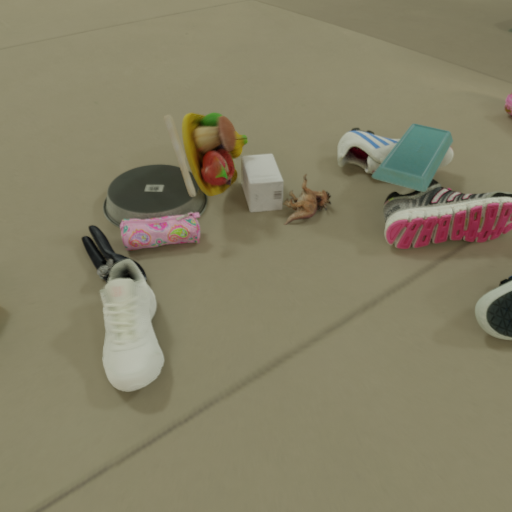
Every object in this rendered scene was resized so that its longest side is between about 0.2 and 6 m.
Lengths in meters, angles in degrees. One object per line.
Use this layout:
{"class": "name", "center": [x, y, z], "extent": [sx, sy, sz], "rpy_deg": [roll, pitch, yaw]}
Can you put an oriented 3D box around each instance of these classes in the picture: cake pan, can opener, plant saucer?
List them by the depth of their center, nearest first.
{"class": "can opener", "center": [-2.474, 0.046, 9.214], "extent": [1.737, 0.683, 0.551], "rpy_deg": [37, 90, 40]}
{"class": "plant saucer", "center": [2.980, -1.912, 10.407], "extent": [0.946, 0.257, 2.706], "rpy_deg": [18, 37, 19]}
{"class": "cake pan", "center": [-1.935, -1.159, 10.706], "extent": [2.003, 0.367, 2.003], "rpy_deg": [0, 40, 0]}

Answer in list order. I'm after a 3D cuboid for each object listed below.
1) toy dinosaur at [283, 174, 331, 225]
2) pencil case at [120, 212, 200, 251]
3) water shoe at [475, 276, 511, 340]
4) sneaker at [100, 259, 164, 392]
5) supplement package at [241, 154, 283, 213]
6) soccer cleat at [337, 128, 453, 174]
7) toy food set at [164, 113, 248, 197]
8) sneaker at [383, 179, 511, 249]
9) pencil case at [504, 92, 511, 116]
{"class": "toy dinosaur", "center": [0.987, -0.955, 10.424], "extent": [0.793, 0.502, 1.170], "rpy_deg": [36, 60, -10]}
{"class": "pencil case", "center": [-1.635, -0.438, 9.660], "extent": [1.361, 0.595, 0.595], "rpy_deg": [-7, 40, -7]}
{"class": "water shoe", "center": [4.189, 0.558, 8.423], "extent": [2.517, 0.900, 0.993], "rpy_deg": [-15, 14, -16]}
{"class": "sneaker", "center": [-1.812, 0.863, 7.642], "extent": [0.827, 1.054, 2.121], "rpy_deg": [-15, 40, -6]}
{"class": "supplement package", "center": [0.103, -1.421, 10.799], "extent": [0.647, 0.655, 1.081], "rpy_deg": [-6, 40, -8]}
{"class": "soccer cleat", "center": [2.794, -1.988, 11.516], "extent": [2.329, 0.813, 1.005], "rpy_deg": [11, 54, 18]}
{"class": "toy food set", "center": [-0.638, -1.889, 10.024], "extent": [0.843, 1.518, 2.580], "rpy_deg": [-13, 9, 14]}
{"class": "sneaker", "center": [3.399, -0.856, 9.861], "extent": [2.561, 0.945, 1.120], "rpy_deg": [-8, 46, -3]}
{"class": "pencil case", "center": [6.564, -3.293, 13.071], "extent": [0.721, 0.753, 1.742], "rpy_deg": [-36, 40, 11]}
